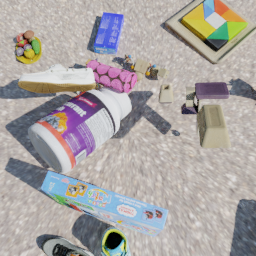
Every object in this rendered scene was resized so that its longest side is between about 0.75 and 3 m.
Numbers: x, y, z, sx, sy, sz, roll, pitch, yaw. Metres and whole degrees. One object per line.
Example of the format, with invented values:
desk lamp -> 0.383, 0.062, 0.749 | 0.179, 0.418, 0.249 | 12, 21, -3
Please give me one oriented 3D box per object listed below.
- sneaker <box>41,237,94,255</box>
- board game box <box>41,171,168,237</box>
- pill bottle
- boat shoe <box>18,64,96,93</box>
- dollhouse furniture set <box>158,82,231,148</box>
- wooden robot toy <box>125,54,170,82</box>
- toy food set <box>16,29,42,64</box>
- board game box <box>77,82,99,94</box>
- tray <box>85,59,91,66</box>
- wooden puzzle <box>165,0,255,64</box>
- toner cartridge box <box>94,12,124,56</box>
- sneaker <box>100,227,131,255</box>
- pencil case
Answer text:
sneaker -> -1.569, 3.282, 7.353 | 1.534, 0.608, 0.567 | 17, 68, 9
board game box -> -0.536, 1.999, 7.094 | 2.845, 2.152, 0.520 | 15, 66, 7
pill bottle -> -1.278, -0.140, 8.282 | 1.617, 1.617, 2.902 | 40, 58, 17
boat shoe -> -1.868, -1.346, 7.420 | 1.987, 0.704, 0.689 | -3, 77, -24
dollhouse furniture set -> 1.683, 0.084, 7.294 | 1.826, 1.635, 2.304 | 0, 37, 9
wooden robot toy -> 0.531, -1.978, 9.922 | 1.766, 0.778, 0.801 | 24, 103, 10
toy food set -> -3.757, -3.169, 10.402 | 0.961, 0.533, 1.633 | -10, 65, -5
board game box -> -1.460, -1.543, 9.709 | 0.804, 0.414, 0.422 | -22, 67, -10
tray -> -0.825, -1.830, 9.692 | 1.356, 0.669, 0.251 | 35, 78, 15
wooden puzzle -> 3.277, -4.029, 10.813 | 2.602, 0.524, 2.813 | -41, 71, -17
toner cartridge box -> -0.706, -3.615, 10.695 | 0.839, 0.381, 1.766 | 9, 65, 5
sneaker -> -0.183, 3.428, 6.879 | 0.811, 1.332, 2.040 | -21, 67, -11
pencil case -> -0.503, -1.574, 8.470 | 1.650, 0.773, 0.749 | 26, 96, 28
